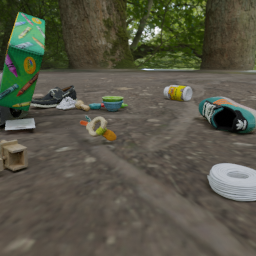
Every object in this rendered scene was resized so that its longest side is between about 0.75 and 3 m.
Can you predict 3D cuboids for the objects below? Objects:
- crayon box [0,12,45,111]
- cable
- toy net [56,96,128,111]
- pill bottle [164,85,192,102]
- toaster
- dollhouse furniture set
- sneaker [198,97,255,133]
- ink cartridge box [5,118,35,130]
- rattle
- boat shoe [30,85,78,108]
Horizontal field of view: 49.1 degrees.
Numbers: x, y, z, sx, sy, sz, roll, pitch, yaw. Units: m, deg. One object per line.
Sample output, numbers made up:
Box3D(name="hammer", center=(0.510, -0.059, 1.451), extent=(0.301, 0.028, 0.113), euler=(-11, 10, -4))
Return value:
Box3D(name="crayon box", center=(-2.983, -1.992, 7.999), extent=(0.837, 1.707, 2.874), euler=(12, 32, -23))
Box3D(name="cable", center=(1.739, 0.842, 4.457), extent=(0.872, 0.302, 0.872), euler=(2, 15, 9))
Box3D(name="toy net", center=(-1.497, -1.055, 11.365), extent=(2.838, 0.548, 1.489), euler=(3, 15, 12))
Box3D(name="pill bottle", center=(2.385, -1.691, 13.512), extent=(0.709, 0.709, 1.298), euler=(-14, 19, -42))
Box3D(name="toaster", center=(-4.804, -0.860, 8.569), extent=(2.633, 1.562, 2.380), euler=(3, 14, 14))
Box3D(name="dollhouse furniture set", center=(-3.075, 0.322, 4.535), extent=(1.111, 1.301, 2.509), euler=(14, 20, 38))
Box3D(name="sneaker", center=(2.745, -0.453, 8.389), extent=(0.955, 0.853, 2.390), euler=(-1, 15, -23))
Box3D(name="ink cartridge box", center=(-3.097, -0.023, 8.058), extent=(0.803, 0.282, 0.987), euler=(-6, 23, -21))
Box3D(name="rattle", center=(-0.723, -0.001, 6.843), extent=(0.581, 0.530, 0.814), euler=(13, -5, -44))
Box3D(name="boat shoe", center=(-3.186, -1.354, 12.042), extent=(0.878, 0.826, 2.444), euler=(11, 19, 32))
